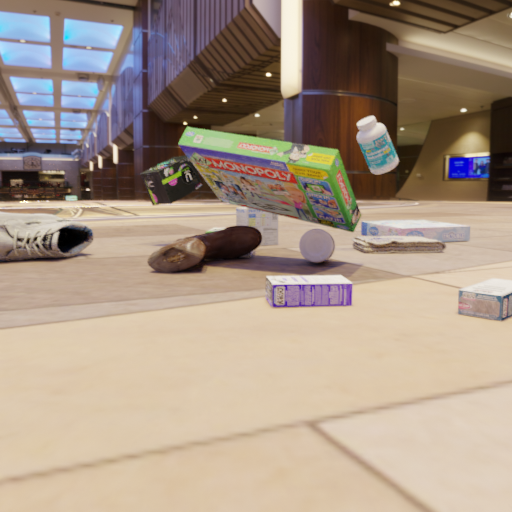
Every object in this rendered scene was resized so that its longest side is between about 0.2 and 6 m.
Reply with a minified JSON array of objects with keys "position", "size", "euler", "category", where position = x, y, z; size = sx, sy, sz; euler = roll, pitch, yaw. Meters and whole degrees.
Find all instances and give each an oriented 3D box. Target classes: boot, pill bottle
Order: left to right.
[{"position":[-4.455,-0.376,10.947],"size":[1.306,1.005,2.732],"euler":[7,14,24],"category":"boot"},{"position":[-0.864,-0.124,10.202],"size":[1.866,0.643,2.003],"euler":[-12,3,6],"category":"boot"},{"position":[1.174,-0.188,10.611],"size":[0.625,0.625,1.125],"euler":[1,0,10],"category":"pill bottle"},{"position":[2.609,-2.426,12.230],"size":[0.653,1.178,0.653],"euler":[-25,24,12],"category":"pill bottle"}]

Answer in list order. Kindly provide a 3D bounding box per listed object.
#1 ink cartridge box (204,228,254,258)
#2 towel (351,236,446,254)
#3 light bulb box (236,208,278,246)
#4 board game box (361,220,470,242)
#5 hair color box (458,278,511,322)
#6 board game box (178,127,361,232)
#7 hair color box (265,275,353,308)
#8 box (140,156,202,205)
[{"position":[-0.540,-0.294,11.893],"size":[0.966,0.557,1.322],"euler":[0,7,3],"category":"ink cartridge box"},{"position":[3.176,-0.276,12.696],"size":[1.855,0.320,1.229],"euler":[-1,8,-6],"category":"towel"},{"position":[0.026,-0.731,13.789],"size":[0.932,0.940,0.587],"euler":[-4,8,-31],"category":"light bulb box"},{"position":[4.265,-0.674,15.194],"size":[2.086,0.452,2.076],"euler":[-2,8,-18],"category":"board game box"},{"position":[2.859,0.507,6.672],"size":[0.514,0.311,1.028],"euler":[7,10,43],"category":"hair color box"},{"position":[0.276,-1.406,10.331],"size":[3.029,0.441,2.038],"euler":[15,-19,29],"category":"board game box"},{"position":[0.656,0.446,7.121],"size":[1.020,0.331,0.558],"euler":[1,8,-7],"category":"hair color box"},{"position":[-2.073,-1.866,13.776],"size":[0.734,0.877,1.181],"euler":[1,28,41],"category":"box"}]
